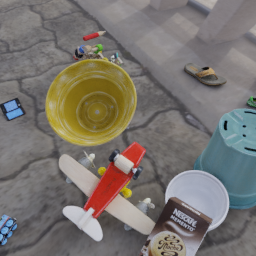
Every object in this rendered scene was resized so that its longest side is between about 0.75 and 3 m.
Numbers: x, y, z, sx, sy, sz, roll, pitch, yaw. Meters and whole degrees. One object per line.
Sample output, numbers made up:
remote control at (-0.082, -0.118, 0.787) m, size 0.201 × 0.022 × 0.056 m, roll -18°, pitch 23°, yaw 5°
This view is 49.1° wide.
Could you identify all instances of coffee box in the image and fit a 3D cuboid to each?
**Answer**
coffee box at (1.081, 2.789, 6.750) m, size 1.107 × 0.782 × 1.959 m, roll 27°, pitch 91°, yaw 23°

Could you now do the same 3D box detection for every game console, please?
game console at (-4.478, -0.736, 10.880) m, size 0.751 × 0.647 × 0.446 m, roll -27°, pitch 27°, yaw -23°

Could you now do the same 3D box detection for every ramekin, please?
ramekin at (1.886, 2.117, 7.836) m, size 1.677 × 0.880 × 1.677 m, roll -3°, pitch 56°, yaw 5°

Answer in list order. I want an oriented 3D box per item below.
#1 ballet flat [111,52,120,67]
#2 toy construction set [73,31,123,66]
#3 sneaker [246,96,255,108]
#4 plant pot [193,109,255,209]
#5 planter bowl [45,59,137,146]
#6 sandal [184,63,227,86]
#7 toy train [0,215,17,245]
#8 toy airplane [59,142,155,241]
ballet flat at (-0.616, -3.194, 13.156) m, size 0.401 × 0.401 × 1.097 m, roll -5°, pitch 50°, yaw -5°
toy construction set at (-1.121, -3.003, 11.843) m, size 1.780 × 2.317 × 1.932 m, roll -31°, pitch 63°, yaw -31°
sneaker at (5.246, -0.963, 11.086) m, size 0.978 × 0.417 × 0.382 m, roll 16°, pitch 50°, yaw 14°
plant pot at (3.274, 0.816, 8.221) m, size 2.320 × 2.273 × 2.320 m, roll 0°, pitch 49°, yaw 0°
planter bowl at (-0.905, -0.559, 7.510) m, size 2.350 × 0.979 × 2.350 m, roll -2°, pitch 74°, yaw 6°
sandal at (3.383, -2.467, 12.350) m, size 0.840 × 0.561 × 2.056 m, roll -32°, pitch 55°, yaw -26°
toy train at (-3.442, 2.822, 7.708) m, size 0.467 × 0.354 × 0.817 m, roll 12°, pitch 50°, yaw 22°
toy airplane at (-0.577, 1.818, 7.913) m, size 2.545 × 1.804 × 2.556 m, roll -10°, pitch 83°, yaw 5°
